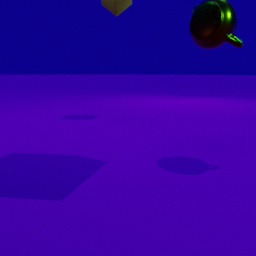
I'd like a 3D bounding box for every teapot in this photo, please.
[{"bbox_3d":[1.486,-1.811,4.844,0.661,0.839,1.350,-6,51,-39],"label":"teapot"}]

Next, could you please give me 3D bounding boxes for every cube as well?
[{"bbox_3d":[-0.415,-4.484,9.519,0.778,0.778,0.778,43,-11,16],"label":"cube"}]
